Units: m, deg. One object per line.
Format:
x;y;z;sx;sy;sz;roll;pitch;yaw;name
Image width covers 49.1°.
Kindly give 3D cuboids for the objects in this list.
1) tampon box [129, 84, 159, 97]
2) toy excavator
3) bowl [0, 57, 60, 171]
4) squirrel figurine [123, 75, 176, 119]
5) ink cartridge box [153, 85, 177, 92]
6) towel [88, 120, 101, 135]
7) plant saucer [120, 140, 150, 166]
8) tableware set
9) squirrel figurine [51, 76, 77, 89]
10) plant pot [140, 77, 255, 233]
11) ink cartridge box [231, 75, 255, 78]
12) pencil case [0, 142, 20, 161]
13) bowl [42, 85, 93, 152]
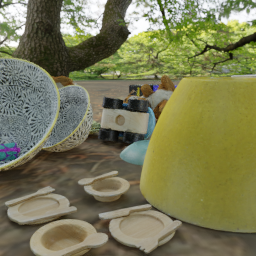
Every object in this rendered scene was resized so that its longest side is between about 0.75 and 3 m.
1.002;-1.558;14.129;1.674;1.255;1.057;-9;15;-35;tampon box
-0.138;-0.233;8.773;2.376;1.220;2.443;8;2;24;toy excavator
-2.733;-0.085;6.063;2.714;2.714;1.274;0;-30;-2;bowl
0.939;-0.767;10.701;2.023;1.534;2.168;-13;-25;32;squirrel figurine
1.909;-1.415;13.251;1.400;1.413;0.307;-1;-16;-1;ink cartridge box
-2.008;-0.051;9.054;1.728;0.425;2.330;-8;15;-34;towel
0.573;0.530;6.718;1.547;0.298;1.547;1;13;0;plant saucer
-0.555;1.150;3.866;1.889;0.262;2.262;-7;14;-31;tableware set
-3.951;-2.460;17.247;2.241;1.586;2.092;23;12;18;squirrel figurine
1.550;0.130;4.679;2.701;1.917;2.701;0;12;0;plant pot
3.841;-0.207;6.179;2.638;1.942;1.908;-4;13;-19;ink cartridge box
-2.644;0.489;5.556;0.879;0.374;0.406;-2;-16;-39;pencil case
-1.592;-0.083;7.262;1.952;1.952;0.916;9;-29;36;bowl
